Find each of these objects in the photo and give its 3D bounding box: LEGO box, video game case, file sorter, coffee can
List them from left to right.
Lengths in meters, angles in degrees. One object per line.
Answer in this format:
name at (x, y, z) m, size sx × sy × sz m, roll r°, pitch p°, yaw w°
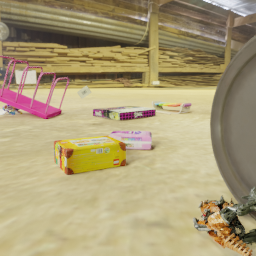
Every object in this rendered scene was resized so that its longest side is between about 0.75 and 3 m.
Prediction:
file sorter at (-4.090, -1.749, 11.651) m, size 2.733 × 1.714 × 1.899 m, roll 21°, pitch 11°, yaw 1°
LEGO box at (-0.709, 0.460, 5.150) m, size 1.119 × 0.432 × 0.834 m, roll -5°, pitch 11°, yaw -27°
video game case at (-0.153, -0.650, 11.658) m, size 1.974 × 0.353 × 1.789 m, roll -9°, pitch 13°, yaw -41°
coffee can at (2.758, -0.049, 3.227) m, size 2.873 × 2.103 × 2.103 m, roll -5°, pitch 11°, yaw -28°

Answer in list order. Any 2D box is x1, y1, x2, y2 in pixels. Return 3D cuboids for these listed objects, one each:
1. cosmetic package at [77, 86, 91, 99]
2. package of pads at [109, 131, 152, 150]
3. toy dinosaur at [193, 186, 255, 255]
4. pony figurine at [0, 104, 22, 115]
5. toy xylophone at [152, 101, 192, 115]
cosmetic package at (-1.497, -1.216, 9.537) m, size 0.406 × 0.287 × 0.784 m, roll -35°, pitch 11°, yaw -3°
package of pads at (0.069, 0.270, 6.436) m, size 0.971 × 0.367 × 0.585 m, roll 1°, pitch 7°, yaw 5°
toy dinosaur at (1.001, 0.957, 2.725) m, size 0.675 × 0.508 × 0.995 m, roll -14°, pitch 28°, yaw 4°
pony figurine at (-5.152, -0.905, 12.275) m, size 1.025 × 0.884 × 1.062 m, roll 19°, pitch 4°, yaw 37°
toy xylophone at (1.913, -0.959, 13.039) m, size 1.951 × 0.490 × 1.429 m, roll 7°, pitch 13°, yaw 37°
